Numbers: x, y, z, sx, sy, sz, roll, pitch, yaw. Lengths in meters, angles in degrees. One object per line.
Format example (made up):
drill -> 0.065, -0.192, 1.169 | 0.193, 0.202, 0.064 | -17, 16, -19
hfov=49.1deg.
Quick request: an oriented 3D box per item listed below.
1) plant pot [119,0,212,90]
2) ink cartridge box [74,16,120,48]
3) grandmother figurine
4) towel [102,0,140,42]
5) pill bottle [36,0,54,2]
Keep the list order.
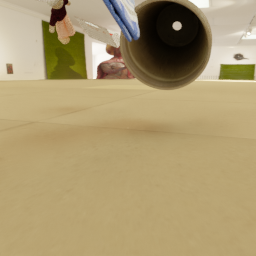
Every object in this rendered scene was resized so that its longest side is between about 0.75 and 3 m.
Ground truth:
plant pot -> 1.143, -2.484, 7.484 | 2.283, 2.283, 1.981 | 4, 37, 19
ink cartridge box -> -1.064, -3.651, 10.338 | 1.364, 0.424, 1.695 | 25, -3, 13
grandmother figurine -> -1.795, -3.034, 7.503 | 0.516, 1.034, 1.705 | 14, -14, 3
towel -> -0.309, -3.140, 5.840 | 0.293, 1.808, 2.461 | -21, 48, 21
pill bottle -> -1.114, -2.407, 3.714 | 0.728, 0.728, 1.291 | -5, -18, -24
